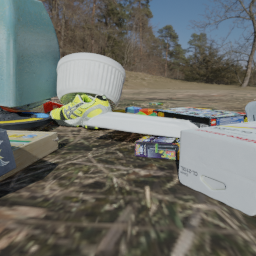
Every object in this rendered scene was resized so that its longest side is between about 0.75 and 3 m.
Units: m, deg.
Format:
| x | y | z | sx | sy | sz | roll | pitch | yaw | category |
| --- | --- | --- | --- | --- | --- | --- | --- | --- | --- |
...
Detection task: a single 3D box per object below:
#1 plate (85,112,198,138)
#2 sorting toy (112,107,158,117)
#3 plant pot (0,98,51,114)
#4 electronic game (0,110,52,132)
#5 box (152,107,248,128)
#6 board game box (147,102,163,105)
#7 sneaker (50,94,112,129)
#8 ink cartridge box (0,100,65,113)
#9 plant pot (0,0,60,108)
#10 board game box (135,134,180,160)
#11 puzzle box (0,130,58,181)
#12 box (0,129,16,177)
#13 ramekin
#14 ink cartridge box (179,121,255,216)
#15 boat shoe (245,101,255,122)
| x | y | z | sx | sy | sz | roll | pitch | yaw | category |
| --- | --- | --- | --- | --- | --- | --- | --- | --- | --- |
| 0.509 | -0.101 | 6.541 | 2.308 | 0.374 | 2.313 | 7 | 3 | 17 | plate |
| 0.388 | -0.443 | 9.547 | 2.198 | 0.438 | 2.974 | -5 | 10 | -30 | sorting toy |
| -4.592 | -1.515 | 11.640 | 2.809 | 1.882 | 2.809 | -1 | 10 | 0 | plant pot |
| -3.523 | -0.208 | 7.730 | 2.756 | 0.573 | 2.756 | 0 | 10 | 0 | electronic game |
| 2.123 | -0.286 | 8.453 | 1.678 | 0.489 | 2.451 | -6 | 11 | -32 | box |
| 1.605 | -1.433 | 16.522 | 0.517 | 0.116 | 0.987 | -2 | 9 | -25 | board game box |
| -1.417 | -0.539 | 8.481 | 2.518 | 0.962 | 0.949 | 2 | 11 | 36 | sneaker |
| -3.165 | -0.611 | 9.695 | 2.281 | 0.572 | 1.850 | 17 | -11 | -12 | ink cartridge box |
| -3.820 | -2.525 | 8.511 | 2.933 | 2.987 | 2.925 | 12 | 16 | 12 | plant pot |
| 0.711 | 0.323 | 5.411 | 0.875 | 0.300 | 1.058 | 2 | 9 | 22 | board game box |
| -2.960 | 0.360 | 4.923 | 2.910 | 0.370 | 1.936 | 2 | 10 | 10 | puzzle box |
| -2.606 | 0.379 | 3.078 | 2.136 | 0.545 | 1.684 | 10 | 27 | 32 | box |
| -1.231 | -1.321 | 9.075 | 2.249 | 1.180 | 2.249 | 5 | -17 | 1 | ramekin |
| 1.757 | 0.383 | 3.661 | 1.793 | 0.742 | 1.307 | -6 | 11 | -30 | ink cartridge box |
| 2.675 | -0.235 | 5.941 | 0.353 | 0.304 | 0.981 | -3 | 33 | 28 | boat shoe |
